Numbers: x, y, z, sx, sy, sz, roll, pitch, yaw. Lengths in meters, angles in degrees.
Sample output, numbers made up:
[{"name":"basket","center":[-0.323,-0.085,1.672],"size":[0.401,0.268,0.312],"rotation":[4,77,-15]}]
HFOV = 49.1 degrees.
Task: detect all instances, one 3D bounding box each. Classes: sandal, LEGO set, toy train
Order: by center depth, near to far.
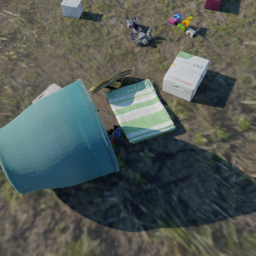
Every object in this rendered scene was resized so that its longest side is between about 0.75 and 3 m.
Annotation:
[{"name":"toy train","center":[-0.685,0.424,9.039],"size":[0.381,0.284,1.663],"rotation":[33,50,14]},{"name":"sandal","center":[-0.617,-1.622,10.316],"size":[1.903,0.764,0.514],"rotation":[-36,107,-30]},{"name":"LEGO set","center":[2.499,-4.668,12.322],"size":[0.571,0.530,1.390],"rotation":[-38,66,-21]}]

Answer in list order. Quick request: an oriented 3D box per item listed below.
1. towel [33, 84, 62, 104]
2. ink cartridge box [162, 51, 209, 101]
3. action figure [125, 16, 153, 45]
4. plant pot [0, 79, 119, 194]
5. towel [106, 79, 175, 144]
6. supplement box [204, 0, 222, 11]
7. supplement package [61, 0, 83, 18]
[{"name":"towel","center":[-2.409,-0.813,10.005],"size":[1.850,0.319,1.226],"rotation":[30,63,17]},{"name":"ink cartridge box","center":[2.152,-1.956,10.490],"size":[1.196,0.720,1.645],"rotation":[24,59,15]},{"name":"action figure","center":[0.432,-4.134,11.993],"size":[1.017,0.542,1.564],"rotation":[-20,63,-19]},{"name":"plant pot","center":[-1.998,0.451,7.736],"size":[2.631,2.800,2.800],"rotation":[-24,61,-10]},{"name":"towel","center":[0.423,-0.648,9.927],"size":[1.795,0.275,2.354],"rotation":[-18,60,-10]},{"name":"supplement box","center":[4.106,-6.194,13.266],"size":[0.701,0.544,1.270],"rotation":[16,59,10]},{"name":"supplement package","center":[-2.549,-5.487,12.796],"size":[0.771,0.585,0.581],"rotation":[12,59,8]}]
